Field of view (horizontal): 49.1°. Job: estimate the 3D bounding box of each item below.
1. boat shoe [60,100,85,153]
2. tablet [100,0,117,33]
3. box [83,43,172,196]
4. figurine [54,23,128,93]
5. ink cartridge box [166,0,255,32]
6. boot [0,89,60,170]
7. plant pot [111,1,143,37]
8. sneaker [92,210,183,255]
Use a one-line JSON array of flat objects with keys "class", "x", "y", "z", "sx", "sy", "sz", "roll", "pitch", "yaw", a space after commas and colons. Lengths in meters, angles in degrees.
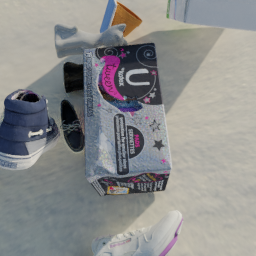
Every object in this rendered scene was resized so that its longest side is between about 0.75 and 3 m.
[{"class": "boat shoe", "x": -1.432, "y": -0.067, "z": 7.129, "sx": 0.547, "sy": 0.452, "sz": 1.460, "roll": -13, "pitch": 64, "yaw": -5}, {"class": "tablet", "x": -0.573, "y": -3.089, "z": 7.963, "sx": 0.087, "sy": 1.274, "sz": 0.829, "roll": 5, "pitch": 48, "yaw": -22}, {"class": "box", "x": -0.020, "y": -0.141, "z": 6.268, "sx": 1.656, "sy": 1.907, "sz": 2.886, "roll": -6, "pitch": 66, "yaw": 0}, {"class": "figurine", "x": -0.854, "y": -1.823, "z": 7.248, "sx": 1.798, "sy": 1.842, "sz": 0.793, "roll": -7, "pitch": 50, "yaw": -5}, {"class": "ink cartridge box", "x": 2.293, "y": -3.351, "z": 7.400, "sx": 2.110, "sy": 1.223, "sz": 2.914, "roll": 5, "pitch": 23, "yaw": -3}, {"class": "boot", "x": -1.921, "y": -0.199, "z": 5.904, "sx": 1.005, "sy": 2.763, "sz": 1.248, "roll": 15, "pitch": 103, "yaw": -9}, {"class": "plant pot", "x": -0.152, "y": -3.224, "z": 8.429, "sx": 0.978, "sy": 0.978, "sz": 0.685, "roll": 49, "pitch": 115, "yaw": 21}, {"class": "sneaker", "x": -0.011, "y": 2.381, "z": 5.497, "sx": 2.494, "sy": 0.934, "sz": 1.243, "roll": -42, "pitch": 65, "yaw": -6}]
